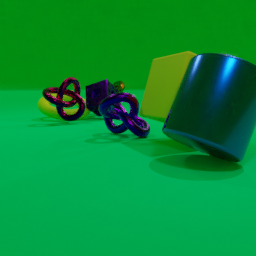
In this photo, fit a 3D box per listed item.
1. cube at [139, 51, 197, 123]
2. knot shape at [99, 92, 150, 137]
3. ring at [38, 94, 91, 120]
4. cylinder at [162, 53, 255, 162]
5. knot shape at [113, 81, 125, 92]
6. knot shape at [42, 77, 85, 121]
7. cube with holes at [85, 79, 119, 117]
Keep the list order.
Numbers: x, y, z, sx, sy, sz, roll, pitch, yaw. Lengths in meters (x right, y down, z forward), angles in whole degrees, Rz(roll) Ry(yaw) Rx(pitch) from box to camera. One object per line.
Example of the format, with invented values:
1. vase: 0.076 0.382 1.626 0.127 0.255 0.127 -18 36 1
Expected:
1. cube: 1.207 -0.680 5.814 1.300 1.300 1.300 14 0 -25
2. knot shape: -0.187 -0.295 6.645 1.399 0.647 1.309 45 -24 -29
3. ring: -2.302 -0.797 10.246 1.914 0.383 1.914 9 25 -4
4. cylinder: 1.332 -0.288 4.315 1.267 1.267 1.267 22 -5 2
5. knot shape: -0.901 -1.142 11.706 1.808 0.836 1.692 -35 -17 -22
6. knot shape: -2.032 -0.954 8.788 1.310 1.400 0.647 8 -19 -32
7. cube with holes: -0.922 -1.076 10.222 0.898 0.898 0.898 -14 -25 21
